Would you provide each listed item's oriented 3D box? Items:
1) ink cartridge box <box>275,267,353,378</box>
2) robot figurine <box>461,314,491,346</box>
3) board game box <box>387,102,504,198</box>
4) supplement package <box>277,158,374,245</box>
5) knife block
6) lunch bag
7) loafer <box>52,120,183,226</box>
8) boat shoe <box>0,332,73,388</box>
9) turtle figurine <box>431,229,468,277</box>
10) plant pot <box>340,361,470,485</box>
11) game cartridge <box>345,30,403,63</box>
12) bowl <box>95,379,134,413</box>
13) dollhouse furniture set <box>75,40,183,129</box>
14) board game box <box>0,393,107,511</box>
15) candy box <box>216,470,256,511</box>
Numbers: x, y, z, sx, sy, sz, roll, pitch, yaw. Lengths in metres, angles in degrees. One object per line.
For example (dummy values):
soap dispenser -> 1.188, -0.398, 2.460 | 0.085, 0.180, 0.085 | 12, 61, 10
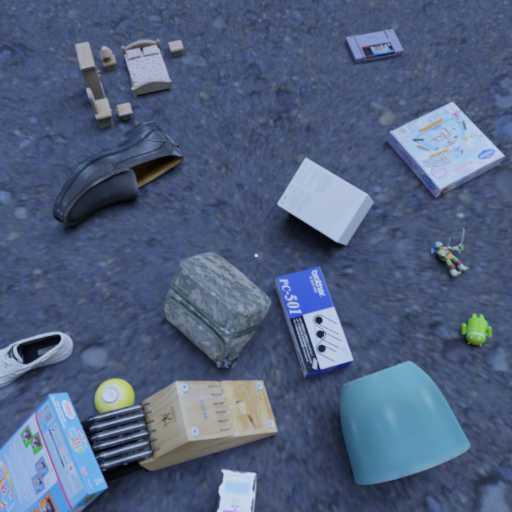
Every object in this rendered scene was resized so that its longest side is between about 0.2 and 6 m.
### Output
ink cartridge box -> 1.089, 1.266, 10.910 | 0.935, 0.440, 1.989 | -15, 66, -8
robot figurine -> 4.293, 1.455, 10.907 | 0.548, 0.361, 0.625 | 5, 61, 28
board game box -> 4.348, -2.484, 12.946 | 1.876, 0.386, 1.871 | -26, 65, -13
supplement package -> 1.455, -1.087, 11.599 | 1.482, 1.117, 1.125 | 34, 98, 17
knife block -> -1.542, 3.129, 9.839 | 3.068, 2.693, 0.982 | 12, 52, -46
lunch bag -> -0.812, 1.046, 10.461 | 1.793, 1.504, 1.249 | 37, 28, 17
loafer -> -2.959, -1.685, 12.152 | 1.143, 1.150, 3.161 | 39, 70, 14
boat shoe -> -4.448, 1.924, 10.504 | 1.930, 0.634, 0.694 | -16, 64, -8
turtle figurine -> 4.059, -0.022, 11.499 | 0.806, 0.580, 0.782 | -34, 83, 28
plant pot -> 2.271, 2.656, 9.239 | 1.930, 1.930, 1.549 | -17, 73, -9
game cartridge -> 3.085, -5.474, 14.616 | 1.321, 0.254, 0.856 | -12, 59, -6
bowl -> -2.637, 2.587, 10.298 | 0.735, 0.396, 0.735 | 0, 62, -1
dollhouse furniture set -> -2.863, -4.529, 13.535 | 2.567, 1.253, 2.189 | -16, 64, -8
board game box -> -3.466, 3.552, 9.035 | 2.239, 0.410, 1.694 | -44, 64, 23
candy box -> -0.344, 4.313, 8.858 | 0.570, 1.337, 1.594 | 4, 63, 2
